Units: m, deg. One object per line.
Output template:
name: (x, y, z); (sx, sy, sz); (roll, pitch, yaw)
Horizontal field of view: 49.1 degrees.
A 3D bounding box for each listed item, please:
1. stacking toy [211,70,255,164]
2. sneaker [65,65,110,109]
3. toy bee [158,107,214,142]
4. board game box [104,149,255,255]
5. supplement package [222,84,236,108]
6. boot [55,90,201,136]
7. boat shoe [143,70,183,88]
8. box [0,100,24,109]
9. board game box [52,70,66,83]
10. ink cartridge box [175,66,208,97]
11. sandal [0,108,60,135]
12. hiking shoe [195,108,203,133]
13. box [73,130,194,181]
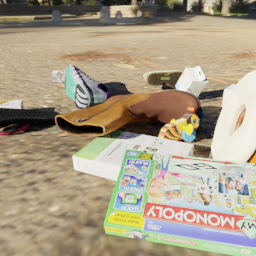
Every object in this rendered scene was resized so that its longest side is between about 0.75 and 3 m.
stacking toy: (3.194, 0.237, 5.251); (2.761, 2.017, 2.017); (19, 25, 2)
sneaker: (-1.411, -1.381, 9.662); (1.186, 1.008, 2.710); (0, 32, -26)
toy bee: (1.350, -0.090, 6.688); (1.410, 0.767, 0.923); (-18, 16, -40)
board game box: (0.856, 1.038, 4.208); (2.132, 0.310, 1.435); (5, 42, 11)
supplement package: (3.451, -0.968, 8.869); (0.628, 0.623, 0.827); (16, 29, 32)
boot: (0.127, -0.390, 6.672); (2.602, 0.947, 2.764); (12, 18, 28)
boat shoe: (1.504, -1.952, 10.688); (1.886, 0.676, 0.718); (4, 23, -19)
box: (-4.143, -0.456, 7.914); (2.285, 0.474, 0.442); (-6, 24, -11)
board game box: (-2.797, -2.207, 11.956); (0.825, 0.399, 0.658); (-4, 24, -10)
ink cartridge box: (2.092, -1.491, 9.147); (0.616, 0.983, 0.632); (-2, 55, -21)
sandal: (-2.965, -0.136, 7.257); (2.552, 0.575, 0.958); (0, 25, -39)
hiking shoe: (1.764, -0.243, 7.407); (0.410, 0.478, 1.102); (6, 24, 13)
box: (0.151, 0.585, 5.696); (2.064, 0.375, 1.490); (12, 26, 22)
